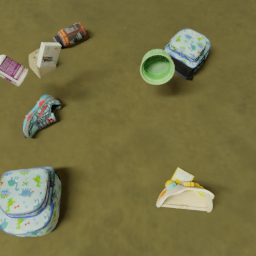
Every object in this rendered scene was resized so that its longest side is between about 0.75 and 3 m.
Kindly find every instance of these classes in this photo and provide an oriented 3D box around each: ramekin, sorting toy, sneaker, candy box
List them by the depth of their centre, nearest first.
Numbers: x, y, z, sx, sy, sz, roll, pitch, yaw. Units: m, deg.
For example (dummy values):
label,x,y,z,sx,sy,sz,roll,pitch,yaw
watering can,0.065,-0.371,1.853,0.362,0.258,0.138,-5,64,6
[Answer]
label,x,y,z,sx,sy,sz,roll,pitch,yaw
sorting toy,1.997,2.175,9.174,1.847,1.662,0.987,6,74,-2
ramekin,1.037,-2.211,10.014,1.209,1.209,0.591,3,40,1
candy box,1.794,2.150,10.143,0.687,0.177,1.344,30,68,11
sneaker,-3.371,-0.429,11.092,0.980,0.813,2.051,22,66,9

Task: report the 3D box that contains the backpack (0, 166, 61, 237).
label,x,y,z,sx,sy,sz,roll,pitch,yaw
backpack,-3.289,2.411,9.231,1.964,1.577,2.146,-5,65,-1

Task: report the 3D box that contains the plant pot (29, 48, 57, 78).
label,x,y,z,sx,sy,sz,roll,pitch,yaw
plant pot,-3.842,-2.930,12.341,0.915,0.810,0.914,-37,69,-16

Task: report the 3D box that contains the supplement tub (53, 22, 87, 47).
label,x,y,z,sx,sy,sz,roll,pitch,yaw
supplement tub,-2.718,-4.294,13.043,1.453,0.777,0.777,-30,67,-14

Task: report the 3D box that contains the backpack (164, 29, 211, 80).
label,x,y,z,sx,sy,sz,roll,pitch,yaw
backpack,2.647,-3.431,12.264,1.749,1.405,1.912,35,64,12

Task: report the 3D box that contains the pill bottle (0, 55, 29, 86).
label,x,y,z,sx,sy,sz,roll,pitch,yaw
pill bottle,-3.993,-1.974,9.258,1.234,0.693,0.693,33,62,-26

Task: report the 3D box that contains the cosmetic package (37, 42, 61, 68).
label,x,y,z,sx,sy,sz,roll,pitch,yaw
cosmetic package,-2.841,-2.610,10.060,0.237,0.915,0.690,44,38,23
